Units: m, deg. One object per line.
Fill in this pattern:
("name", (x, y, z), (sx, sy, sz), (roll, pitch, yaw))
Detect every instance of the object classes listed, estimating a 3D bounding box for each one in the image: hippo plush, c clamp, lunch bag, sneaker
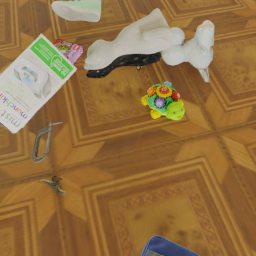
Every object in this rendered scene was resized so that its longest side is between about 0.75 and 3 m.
("hippo plush", (2.477, -3.196, 11.702), (1.995, 1.976, 2.481), (6, 98, 19))
("c clamp", (-2.428, 0.411, 8.166), (1.042, 0.165, 1.220), (-5, 68, 34))
("lunch bag", (1.150, 3.732, 7.303), (1.784, 1.181, 1.212), (20, 59, 14))
("sneaker", (-2.478, -6.077, 13.872), (2.369, 0.872, 1.397), (9, 62, -6))

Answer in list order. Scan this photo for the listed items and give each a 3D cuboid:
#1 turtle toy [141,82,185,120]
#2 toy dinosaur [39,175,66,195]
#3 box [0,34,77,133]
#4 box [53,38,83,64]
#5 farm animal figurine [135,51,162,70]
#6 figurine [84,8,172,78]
("turtle toy", (1.430, -1.003, 10.521), (1.388, 0.962, 1.904), (-23, 60, -15))
("toy dinosaur", (-2.408, 1.791, 9.154), (1.030, 0.244, 0.454), (25, 67, 19))
("box", (-2.540, -1.175, 7.540), (2.181, 2.471, 1.195), (-45, 107, -1))
("box", (-3.022, -3.040, 12.196), (1.317, 0.376, 1.925), (22, 60, 14))
("farm animal figurine", (0.570, -3.450, 12.120), (1.907, 0.959, 1.540), (-28, 61, -17))
("figurine", (-0.175, -2.368, 8.815), (2.665, 2.731, 1.176), (-25, 93, -4))
